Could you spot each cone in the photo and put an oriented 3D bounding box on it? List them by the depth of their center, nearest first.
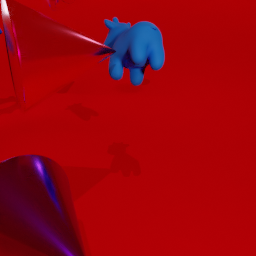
[{"bbox_3d":[-0.746,1.028,2.671,1.241,1.241,1.246,-27,32,-38],"label":"cone"},{"bbox_3d":[-0.713,-0.874,3.330,1.252,1.247,1.247,-11,32,-24],"label":"cone"}]

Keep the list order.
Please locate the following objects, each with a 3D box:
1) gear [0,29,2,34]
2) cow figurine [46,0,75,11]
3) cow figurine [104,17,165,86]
[{"bbox_3d":[-4.119,-2.265,7.352,1.610,0.298,1.610,-27,19,10],"label":"gear"},{"bbox_3d":[-1.351,-2.993,5.615,0.740,1.348,1.327,-34,58,-28],"label":"cow figurine"},{"bbox_3d":[0.050,-1.223,4.002,0.655,1.175,1.194,11,-19,-28],"label":"cow figurine"}]
